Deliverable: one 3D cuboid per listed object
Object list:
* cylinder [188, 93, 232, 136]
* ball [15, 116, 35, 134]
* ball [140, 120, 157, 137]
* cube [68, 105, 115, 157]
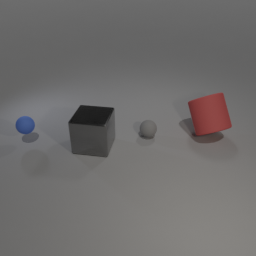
[{"bbox_3d":[3.212,-0.539,11.044,1.400,1.400,1.400,-14,-1,0],"label":"cylinder"},{"bbox_3d":[-3.917,-0.109,10.682,0.700,0.700,0.700,0,31,0],"label":"ball"},{"bbox_3d":[0.818,0.019,11.305,0.700,0.700,0.700,0,31,0],"label":"ball"},{"bbox_3d":[-1.313,0.088,10.634,1.400,1.400,1.400,5,32,9],"label":"cube"}]
